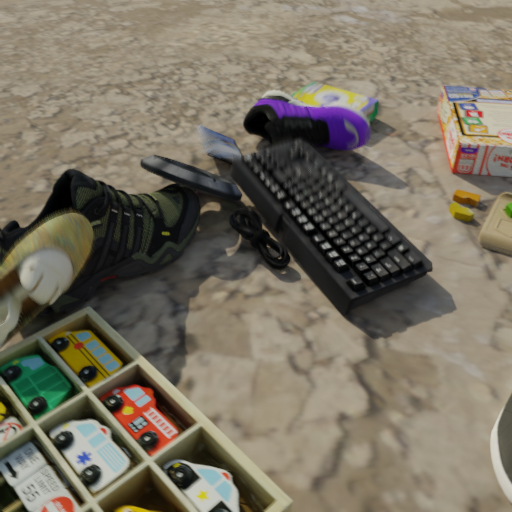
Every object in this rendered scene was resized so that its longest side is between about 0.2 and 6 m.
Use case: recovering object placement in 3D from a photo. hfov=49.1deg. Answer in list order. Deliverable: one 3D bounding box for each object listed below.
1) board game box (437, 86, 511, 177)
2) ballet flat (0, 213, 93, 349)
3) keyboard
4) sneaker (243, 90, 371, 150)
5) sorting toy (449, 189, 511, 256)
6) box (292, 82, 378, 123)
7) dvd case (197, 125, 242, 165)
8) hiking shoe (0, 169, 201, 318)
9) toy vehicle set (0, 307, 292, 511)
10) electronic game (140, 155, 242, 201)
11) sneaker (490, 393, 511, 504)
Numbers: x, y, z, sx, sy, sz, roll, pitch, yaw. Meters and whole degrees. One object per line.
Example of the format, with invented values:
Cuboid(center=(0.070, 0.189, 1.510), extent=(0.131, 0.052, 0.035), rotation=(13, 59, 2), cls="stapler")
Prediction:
Cuboid(center=(5.384, -2.801, 12.356), extent=(2.358, 0.721, 3.112), rotation=(6, 38, 8), cls="board game box")
Cuboid(center=(-3.041, 0.529, 7.163), extent=(2.583, 0.913, 0.913), rotation=(-42, 49, -7), cls="ballet flat")
Cuboid(center=(0.850, -0.663, 9.456), extent=(2.383, 0.509, 3.968), rotation=(-23, 47, -16), cls="keyboard")
Cuboid(center=(0.959, -2.678, 12.073), extent=(2.912, 1.012, 1.448), rotation=(21, 47, 31), cls="sneaker")
Cuboid(center=(4.580, -0.622, 9.901), extent=(2.373, 0.318, 1.768), rotation=(20, 42, 24), cls="sorting toy")
Cuboid(center=(1.710, -3.641, 13.612), extent=(2.170, 0.525, 1.273), rotation=(24, 45, 30), cls="box")
Cuboid(center=(-0.736, -2.313, 11.899), extent=(0.921, 0.113, 1.291), rotation=(18, 29, -28), cls="dvd case")
Cuboid(center=(-2.232, -0.541, 8.590), extent=(1.348, 1.792, 3.560), rotation=(28, 46, 31), cls="hiking shoe")
Cuboid(center=(-1.848, 2.238, 6.084), extent=(2.419, 0.516, 3.893), rotation=(-31, 47, -33), cls="toy vehicle set")
Cuboid(center=(-1.170, -1.394, 10.203), extent=(1.930, 0.402, 1.930), rotation=(19, 10, -3), cls="electronic game")
Cuboid(center=(3.414, 1.535, 6.307), extent=(0.964, 1.353, 2.728), rotation=(21, 44, 22), cls="sneaker")
